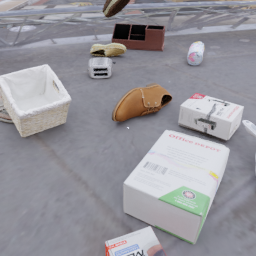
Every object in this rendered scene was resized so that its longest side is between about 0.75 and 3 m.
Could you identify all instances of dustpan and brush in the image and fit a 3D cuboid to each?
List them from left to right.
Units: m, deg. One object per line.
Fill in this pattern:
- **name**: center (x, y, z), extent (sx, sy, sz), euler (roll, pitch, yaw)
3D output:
- **dustpan and brush**: center (3.526, 0.687, 6.744), extent (1.730, 0.709, 2.478), euler (-11, 35, -16)

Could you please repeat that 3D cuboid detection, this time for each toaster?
- **toaster**: center (-1.098, -2.470, 11.594), extent (1.202, 0.683, 0.776), euler (0, 37, 0)

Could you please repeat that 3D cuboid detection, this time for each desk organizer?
- **desk organizer**: center (0.539, -4.794, 14.741), extent (2.787, 1.073, 0.999), euler (6, 34, 9)

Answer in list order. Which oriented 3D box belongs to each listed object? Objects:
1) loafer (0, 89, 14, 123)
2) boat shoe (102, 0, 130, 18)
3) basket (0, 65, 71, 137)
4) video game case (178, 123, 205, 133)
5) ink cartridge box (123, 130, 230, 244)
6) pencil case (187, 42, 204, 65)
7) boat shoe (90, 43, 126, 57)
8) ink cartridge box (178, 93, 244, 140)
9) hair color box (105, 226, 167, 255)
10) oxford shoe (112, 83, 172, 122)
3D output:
- **loafer**: center (-4.276, -1.032, 9.191), extent (2.713, 0.853, 0.975), euler (29, 41, 35)
- **boat shoe**: center (-0.215, -5.259, 10.311), extent (0.944, 2.551, 0.942), euler (53, 38, 1)
- **basket**: center (-2.702, -0.762, 8.092), extent (1.548, 1.245, 1.534), euler (-23, 64, -32)
- **video game case**: center (2.340, -0.238, 8.674), extent (1.244, 0.137, 1.134), euler (17, 37, 24)
- **ink cartridge box**: center (1.082, 1.078, 5.948), extent (1.560, 0.940, 2.147), euler (17, 38, 23)
- **pencil case**: center (3.201, -3.501, 13.102), extent (0.739, 0.677, 1.630), euler (-31, 18, 34)
- **boat shoe**: center (-0.976, -3.692, 13.623), extent (1.768, 0.633, 0.673), euler (1, 47, 15)
- **ink cartridge box**: center (2.422, -0.384, 8.187), extent (1.525, 0.632, 1.120), euler (22, 39, 29)
- **hair color box**: center (0.291, 2.397, 4.347), extent (0.869, 0.501, 1.568), euler (-12, 37, -19)
- **oxford shoe**: center (0.521, -0.775, 8.877), extent (0.897, 0.898, 2.517), euler (33, 45, 29)
